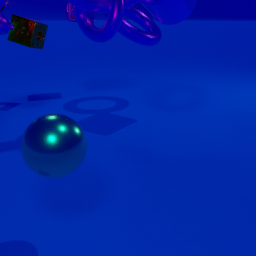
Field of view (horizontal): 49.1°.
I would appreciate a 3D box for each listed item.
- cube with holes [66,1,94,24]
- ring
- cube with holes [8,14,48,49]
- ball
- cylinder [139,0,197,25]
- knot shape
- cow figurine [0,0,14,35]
[{"bbox_3d":[-1.653,-4.124,9.681,0.856,0.856,0.856,-1,24,-18],"label":"cube with holes"},{"bbox_3d":[0.173,-3.351,8.936,2.061,0.412,2.061,22,39,-19],"label":"ring"},{"bbox_3d":[-3.145,-3.014,8.832,0.792,0.792,0.792,20,15,8],"label":"cube with holes"},{"bbox_3d":[-0.837,0.203,3.212,0.740,0.740,0.740,0,23,0],"label":"ball"},{"bbox_3d":[0.965,-3.511,7.149,1.306,1.306,1.306,13,2,28],"label":"cylinder"},{"bbox_3d":[-0.437,-2.961,5.919,1.927,2.059,0.952,-11,38,11],"label":"knot shape"},{"bbox_3d":[-3.582,-3.336,7.449,0.862,1.571,1.545,-13,-15,-24],"label":"cow figurine"}]
